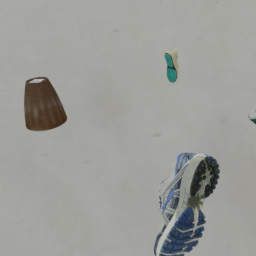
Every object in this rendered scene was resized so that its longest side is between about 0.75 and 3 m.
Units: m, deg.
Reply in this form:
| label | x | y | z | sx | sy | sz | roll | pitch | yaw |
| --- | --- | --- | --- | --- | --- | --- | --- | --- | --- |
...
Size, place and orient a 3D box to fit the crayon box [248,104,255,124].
| label | x | y | z | sx | sy | sz | roll | pitch | yaw |
| --- | --- | --- | --- | --- | --- | --- | --- | --- | --- |
| crayon box | 4.074 | -0.820 | 5.594 | 0.752 | 2.961 | 1.879 | 36 | 79 | -13 |

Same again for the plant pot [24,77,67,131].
| label | x | y | z | sx | sy | sz | roll | pitch | yaw |
| --- | --- | --- | --- | --- | --- | --- | --- | --- | --- |
| plant pot | -1.959 | -0.599 | 6.386 | 0.968 | 0.968 | 1.036 | -6 | 117 | -2 |

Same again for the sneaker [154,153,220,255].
| label | x | y | z | sx | sy | sz | roll | pitch | yaw |
| --- | --- | --- | --- | --- | --- | --- | --- | --- | --- |
| sneaker | 0.889 | 1.321 | 4.846 | 0.753 | 0.833 | 1.955 | 22 | 91 | -30 |

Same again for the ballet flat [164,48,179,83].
| label | x | y | z | sx | sy | sz | roll | pitch | yaw |
| --- | --- | --- | --- | --- | --- | --- | --- | --- | --- |
| ballet flat | 1.063 | -1.460 | 6.525 | 0.326 | 0.938 | 0.326 | -6 | 55 | 9 |
